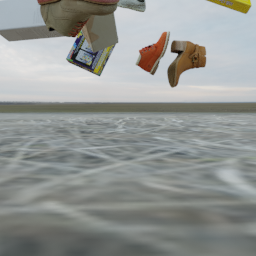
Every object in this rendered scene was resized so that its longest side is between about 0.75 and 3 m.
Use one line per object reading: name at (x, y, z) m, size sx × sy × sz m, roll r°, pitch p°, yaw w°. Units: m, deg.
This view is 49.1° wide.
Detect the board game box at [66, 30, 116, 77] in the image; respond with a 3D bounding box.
board game box at (-1.409, -3.154, 11.163) m, size 1.457 × 1.763 × 0.500 m, roll 26°, pitch -3°, yaw 5°

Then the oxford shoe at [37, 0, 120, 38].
oxford shoe at (-0.980, -2.283, 5.585) m, size 0.861 × 0.914 × 2.444 m, roll -23°, pitch 31°, yaw -32°

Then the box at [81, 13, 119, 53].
box at (-0.946, -3.278, 7.659) m, size 0.867 × 1.060 × 2.231 m, roll -25°, pitch -27°, yaw -7°

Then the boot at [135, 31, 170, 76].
boot at (0.984, -3.096, 11.182) m, size 1.009 × 1.882 × 0.706 m, roll 26°, pitch 34°, yaw -4°

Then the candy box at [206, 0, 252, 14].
candy box at (1.736, -3.266, 6.332) m, size 2.095 × 1.071 × 0.277 m, roll 15°, pitch -36°, yaw -7°

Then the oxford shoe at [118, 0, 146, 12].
oxford shoe at (-0.045, -4.447, 9.810) m, size 1.512 × 0.437 × 0.569 m, roll 4°, pitch 43°, yaw -19°

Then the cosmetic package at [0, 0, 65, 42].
cosmetic package at (-2.949, -3.401, 8.707) m, size 2.132 × 1.084 × 0.789 m, roll 0°, pitch -11°, yaw 14°

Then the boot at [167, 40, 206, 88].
boot at (2.783, -2.896, 12.955) m, size 1.722 × 2.225 × 0.820 m, roll 4°, pitch 7°, yaw -20°
